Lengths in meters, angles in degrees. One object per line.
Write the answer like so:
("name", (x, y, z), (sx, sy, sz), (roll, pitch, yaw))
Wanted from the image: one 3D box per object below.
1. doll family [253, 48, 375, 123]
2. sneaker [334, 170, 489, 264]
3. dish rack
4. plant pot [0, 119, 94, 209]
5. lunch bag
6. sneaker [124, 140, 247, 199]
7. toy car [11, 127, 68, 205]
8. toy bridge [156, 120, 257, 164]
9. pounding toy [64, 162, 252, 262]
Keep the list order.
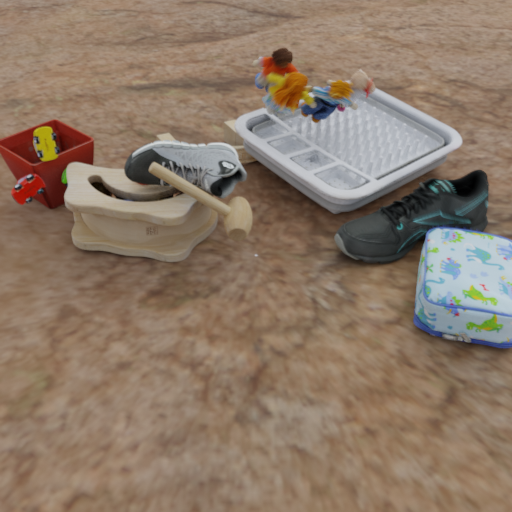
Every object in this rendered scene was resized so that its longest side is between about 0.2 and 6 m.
("doll family", (1.075, -3.015, 10.544), (2.444, 1.517, 1.101), (10, 81, -14))
("sneaker", (2.664, -0.745, 9.496), (2.903, 1.150, 1.094), (-15, 44, -16))
("dish rack", (1.844, -2.226, 11.403), (3.869, 0.842, 3.321), (-28, 51, -30))
("plant pot", (-3.891, -1.679, 10.635), (1.305, 1.150, 1.304), (29, 47, 30))
("lunch bag", (3.197, 0.435, 8.283), (1.560, 0.800, 1.941), (9, 39, 13))
("sneaker", (-1.042, -1.324, 8.938), (1.946, 0.730, 1.124), (-11, 41, -22))
("toy car", (-3.549, -1.479, 9.964), (1.333, 1.416, 0.316), (17, 9, -46))
("toy bridge", (-0.307, -2.496, 12.154), (3.727, 0.507, 1.253), (-19, 44, -24))
("pounding toy", (-1.621, -1.210, 9.444), (3.329, 1.910, 1.904), (8, 41, 4))
